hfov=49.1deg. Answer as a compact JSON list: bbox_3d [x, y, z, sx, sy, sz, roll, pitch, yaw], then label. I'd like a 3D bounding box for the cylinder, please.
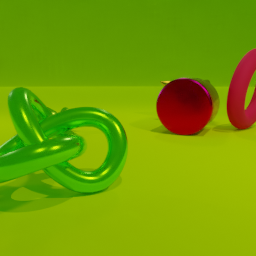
[{"bbox_3d":[1.530,-0.577,7.013,1.327,1.327,1.327,4,10,24],"label":"cylinder"}]

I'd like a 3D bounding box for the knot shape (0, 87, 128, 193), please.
[{"bbox_3d":[-0.888,0.075,3.247,1.587,0.733,1.485,-3,36,-38],"label":"knot shape"}]

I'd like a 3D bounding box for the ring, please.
[{"bbox_3d":[3.171,-0.982,7.201,0.420,2.100,2.100,22,22,40],"label":"ring"}]

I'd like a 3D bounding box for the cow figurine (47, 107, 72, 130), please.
[{"bbox_3d":[-1.717,-0.137,6.671,1.072,0.598,1.090,19,31,-11],"label":"cow figurine"}]

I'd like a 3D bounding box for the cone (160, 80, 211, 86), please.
[{"bbox_3d":[1.626,-1.173,8.824,1.366,1.361,1.361,24,7,-7],"label":"cone"}]
